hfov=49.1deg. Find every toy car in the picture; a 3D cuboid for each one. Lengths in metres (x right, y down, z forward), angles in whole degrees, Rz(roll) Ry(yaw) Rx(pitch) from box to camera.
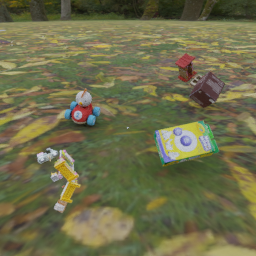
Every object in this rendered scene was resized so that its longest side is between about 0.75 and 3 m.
[{"bbox_3d":[-1.230,-0.647,7.585,0.822,0.891,0.788,14,41,8],"label":"toy car"}]

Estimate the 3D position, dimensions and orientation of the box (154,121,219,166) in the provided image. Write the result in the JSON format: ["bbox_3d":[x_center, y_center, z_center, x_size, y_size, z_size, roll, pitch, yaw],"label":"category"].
[{"bbox_3d":[1.174,0.286,5.547,1.187,0.287,0.696,-12,67,-10],"label":"box"}]

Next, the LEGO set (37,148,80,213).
[{"bbox_3d":[-0.953,0.719,4.142,0.488,1.060,0.395,-12,29,-6],"label":"LEGO set"}]

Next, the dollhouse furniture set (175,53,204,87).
[{"bbox_3d":[2.447,-1.912,9.955,0.618,0.818,1.519,-41,55,-11],"label":"dollhouse furniture set"}]

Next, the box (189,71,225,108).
[{"bbox_3d":[2.465,-1.189,8.747,0.659,0.652,0.794,37,66,-7],"label":"box"}]
